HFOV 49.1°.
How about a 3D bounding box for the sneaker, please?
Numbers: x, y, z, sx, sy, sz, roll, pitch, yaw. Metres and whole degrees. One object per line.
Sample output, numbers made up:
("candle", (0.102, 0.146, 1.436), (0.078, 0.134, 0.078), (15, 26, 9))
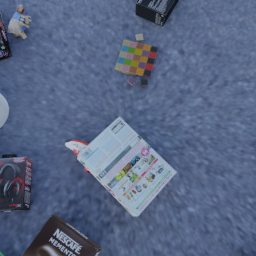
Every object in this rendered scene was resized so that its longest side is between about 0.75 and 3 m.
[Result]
("sneaker", (-1.365, 0.916, 8.806), (1.536, 0.513, 0.823), (15, 67, 3))

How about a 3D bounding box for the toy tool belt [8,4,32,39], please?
("toy tool belt", (-4.041, -4.023, 10.695), (0.720, 0.732, 1.172), (25, 71, -24))

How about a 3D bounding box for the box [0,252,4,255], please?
("box", (-4.356, 4.171, 7.585), (1.200, 0.495, 2.045), (38, 75, 14))

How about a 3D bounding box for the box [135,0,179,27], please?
("box", (1.244, -5.059, 10.995), (1.266, 0.707, 1.794), (28, 72, 7))

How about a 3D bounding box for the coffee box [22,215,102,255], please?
("coffee box", (-2.143, 3.936, 7.320), (1.592, 1.124, 2.816), (31, 72, 11))

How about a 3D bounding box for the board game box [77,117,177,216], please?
("board game box", (-0.045, 1.126, 8.309), (2.394, 0.769, 1.766), (45, 69, 6))

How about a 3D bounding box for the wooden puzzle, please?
("wooden puzzle", (0.317, -2.531, 10.320), (1.334, 0.158, 2.250), (14, 70, 5))

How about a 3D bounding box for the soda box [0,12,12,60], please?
("soda box", (-4.998, -3.631, 10.392), (0.711, 0.795, 2.246), (-20, 70, -5))

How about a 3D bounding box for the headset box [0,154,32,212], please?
("headset box", (-3.638, 1.625, 8.463), (1.273, 0.642, 1.713), (-3, 69, -1))

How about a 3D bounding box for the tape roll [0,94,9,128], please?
("tape roll", (-4.947, -0.703, 9.058), (1.751, 1.202, 1.751), (0, 69, 0))
